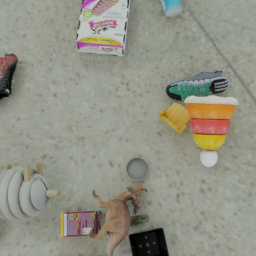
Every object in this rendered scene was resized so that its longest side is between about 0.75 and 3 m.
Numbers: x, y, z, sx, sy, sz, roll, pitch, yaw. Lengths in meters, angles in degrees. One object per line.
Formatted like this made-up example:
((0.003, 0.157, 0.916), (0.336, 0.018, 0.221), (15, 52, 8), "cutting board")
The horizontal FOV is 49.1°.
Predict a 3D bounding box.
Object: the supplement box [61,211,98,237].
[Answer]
((-1.724, 3.403, 9.996), (1.257, 0.649, 0.823), (-2, 74, 0), "supplement box")

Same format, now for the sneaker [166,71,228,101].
((2.750, -1.788, 11.458), (2.437, 0.907, 1.067), (-6, 40, 7), "sneaker")

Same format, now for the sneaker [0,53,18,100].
((-5.048, -1.900, 11.317), (1.153, 0.834, 2.361), (31, 79, 8), "sneaker")

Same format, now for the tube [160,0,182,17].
((1.547, -6.437, 12.453), (0.755, 1.161, 2.998), (-14, 79, -23), "tube")

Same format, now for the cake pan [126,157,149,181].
((0.357, 1.566, 10.709), (0.895, 0.164, 0.895), (-1, 76, 4), "cake pan")

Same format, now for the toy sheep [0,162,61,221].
((-3.689, 2.203, 9.662), (2.905, 2.003, 2.003), (-5, 74, 20), "toy sheep")

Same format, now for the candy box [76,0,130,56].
((-1.001, -4.674, 12.013), (2.017, 0.902, 2.957), (5, 76, 1), "candy box")

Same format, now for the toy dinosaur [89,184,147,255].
((-0.266, 3.052, 9.586), (1.825, 1.156, 2.693), (-6, 58, 13), "toy dinosaur")

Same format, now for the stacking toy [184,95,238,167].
((3.055, 0.135, 10.597), (1.948, 1.948, 2.666), (3, 94, 1), "stacking toy")

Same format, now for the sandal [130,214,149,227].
((0.310, 3.357, 10.210), (0.932, 0.266, 0.370), (-17, 76, -4), "sandal")

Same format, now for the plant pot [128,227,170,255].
((0.705, 4.092, 9.605), (1.198, 1.065, 1.201), (-11, 75, -3), "plant pot")

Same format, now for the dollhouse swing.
((1.931, -0.487, 10.951), (1.089, 0.989, 0.957), (41, 91, 10), "dollhouse swing")
